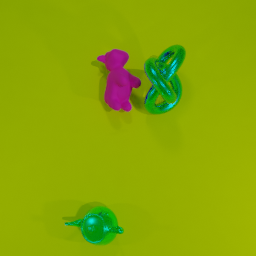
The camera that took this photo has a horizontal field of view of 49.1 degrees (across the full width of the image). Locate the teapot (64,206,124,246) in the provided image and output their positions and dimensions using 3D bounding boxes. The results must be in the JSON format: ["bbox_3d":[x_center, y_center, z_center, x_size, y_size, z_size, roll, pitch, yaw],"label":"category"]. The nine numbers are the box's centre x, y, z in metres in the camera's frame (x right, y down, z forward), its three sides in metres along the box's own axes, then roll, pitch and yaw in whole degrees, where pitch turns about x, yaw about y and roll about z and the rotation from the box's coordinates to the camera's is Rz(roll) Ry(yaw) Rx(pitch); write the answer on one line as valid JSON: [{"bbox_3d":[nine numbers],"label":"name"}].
[{"bbox_3d":[-0.816,2.483,7.065,1.576,0.772,0.980,1,83,22],"label":"teapot"}]

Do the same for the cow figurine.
[{"bbox_3d":[-0.351,-1.404,8.098,1.611,0.899,1.637,39,117,45],"label":"cow figurine"}]

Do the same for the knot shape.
[{"bbox_3d":[1.028,-1.418,7.636,0.924,2.000,1.872,10,73,15],"label":"knot shape"}]
